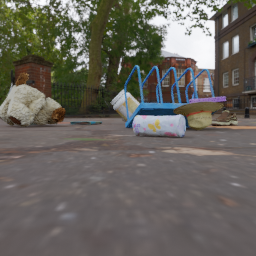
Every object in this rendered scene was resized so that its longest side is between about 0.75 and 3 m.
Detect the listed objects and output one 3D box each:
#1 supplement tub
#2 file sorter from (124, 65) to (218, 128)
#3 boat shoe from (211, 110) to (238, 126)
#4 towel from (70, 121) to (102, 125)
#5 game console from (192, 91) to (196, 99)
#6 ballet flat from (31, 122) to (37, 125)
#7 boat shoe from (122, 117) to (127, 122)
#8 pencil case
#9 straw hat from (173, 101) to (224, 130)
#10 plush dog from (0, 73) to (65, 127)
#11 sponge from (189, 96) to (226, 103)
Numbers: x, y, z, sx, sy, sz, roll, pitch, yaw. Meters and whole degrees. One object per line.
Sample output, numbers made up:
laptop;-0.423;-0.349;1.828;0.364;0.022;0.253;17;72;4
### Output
supplement tub;-0.020;-1.118;14.872;1.637;1.182;1.182;44;-2;-6
file sorter;1.501;-1.163;10.602;2.953;1.812;2.049;0;-18;-16
boat shoe;4.577;-0.472;13.376;0.730;0.732;1.978;2;3;43
towel;-2.296;-0.280;15.623;1.254;0.186;1.710;1;1;16
game console;3.100;-1.103;15.576;1.781;1.234;2.086;-24;-4;9
ballet flat;-4.935;-0.343;14.704;0.385;0.364;1.143;0;2;10
boat shoe;0.984;-0.807;17.421;2.845;1.043;1.060;-1;3;-15
pencil case;0.717;-0.051;6.468;1.215;0.505;0.551;1;2;26
straw hat;2.361;-0.313;9.231;1.664;0.704;1.664;-4;-12;-1
plush dog;-4.161;-0.949;12.809;2.489;2.325;2.898;27;-14;-35
sponge;2.585;-0.898;9.086;1.116;0.166;0.622;-3;4;20
